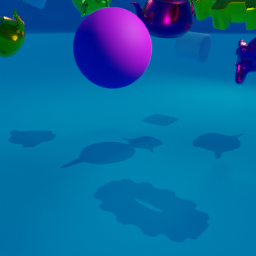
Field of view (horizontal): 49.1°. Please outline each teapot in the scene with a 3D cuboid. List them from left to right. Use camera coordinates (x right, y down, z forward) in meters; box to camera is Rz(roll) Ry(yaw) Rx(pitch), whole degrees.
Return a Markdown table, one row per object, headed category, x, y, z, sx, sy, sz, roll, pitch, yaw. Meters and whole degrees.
| category | x | y | z | sx | sy | sz | roll | pitch | yaw |
| --- | --- | --- | --- | --- | --- | --- | --- | --- | --- |
| teapot | -2.288 | -1.751 | 5.212 | 1.234 | 0.604 | 0.767 | -26 | 52 | 29 |
| teapot | 0.860 | -2.701 | 6.542 | 2.041 | 0.999 | 1.269 | -21 | 42 | -29 |

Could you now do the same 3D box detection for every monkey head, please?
| category | x | y | z | sx | sy | sz | roll | pitch | yaw |
| --- | --- | --- | --- | --- | --- | --- | --- | --- | --- |
| monkey head | -0.978 | -3.684 | 7.351 | 1.075 | 1.283 | 1.784 | -6 | 56 | -13 |
| monkey head | 3.405 | -1.745 | 7.333 | 1.101 | 1.315 | 1.827 | 14 | 11 | 32 |

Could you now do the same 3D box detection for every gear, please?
| category | x | y | z | sx | sy | sz | roll | pitch | yaw |
| --- | --- | --- | --- | --- | --- | --- | --- | --- | --- |
| gear | 2.027 | -2.445 | 4.596 | 2.027 | 0.375 | 2.027 | -12 | 53 | 17 |

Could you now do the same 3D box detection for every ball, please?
| category | x | y | z | sx | sy | sz | roll | pitch | yaw |
| --- | --- | --- | --- | --- | --- | --- | --- | --- | --- |
| ball | -0.174 | -0.882 | 3.150 | 0.874 | 0.874 | 0.874 | 0 | 21 | 0 |

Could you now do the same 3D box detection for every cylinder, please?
| category | x | y | z | sx | sy | sz | roll | pitch | yaw |
| --- | --- | --- | --- | --- | --- | --- | --- | --- | --- |
| cylinder | 2.086 | -2.607 | 9.019 | 0.890 | 0.890 | 0.890 | 21 | 29 | 32 |

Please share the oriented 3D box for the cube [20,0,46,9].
| category | x | y | z | sx | sy | sz | roll | pitch | yaw |
| --- | --- | --- | --- | --- | --- | --- | --- | --- | --- |
| cube | -1.917 | -2.952 | 4.879 | 1.097 | 1.097 | 1.097 | 12 | 31 | -32 |
